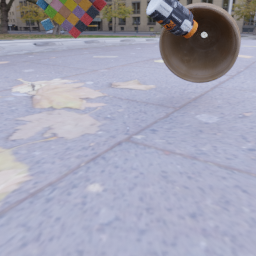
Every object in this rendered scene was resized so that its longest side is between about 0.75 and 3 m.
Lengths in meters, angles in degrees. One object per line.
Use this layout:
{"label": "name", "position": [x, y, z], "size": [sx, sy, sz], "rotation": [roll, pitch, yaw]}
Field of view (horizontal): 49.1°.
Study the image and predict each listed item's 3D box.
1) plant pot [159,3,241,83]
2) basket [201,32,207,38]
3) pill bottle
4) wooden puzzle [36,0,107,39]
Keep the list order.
{"label": "plant pot", "position": [2.010, -2.412, 7.757], "size": [2.143, 2.143, 0.989], "rotation": [9, 40, 21]}
{"label": "basket", "position": [2.149, -2.756, 9.681], "size": [1.279, 0.789, 0.867], "rotation": [-21, -17, -20]}
{"label": "pill bottle", "position": [1.043, -2.527, 6.365], "size": [1.161, 0.617, 0.617], "rotation": [26, 10, -26]}
{"label": "wooden puzzle", "position": [-1.798, -3.986, 8.939], "size": [2.782, 1.650, 0.195], "rotation": [-36, 30, 32]}
